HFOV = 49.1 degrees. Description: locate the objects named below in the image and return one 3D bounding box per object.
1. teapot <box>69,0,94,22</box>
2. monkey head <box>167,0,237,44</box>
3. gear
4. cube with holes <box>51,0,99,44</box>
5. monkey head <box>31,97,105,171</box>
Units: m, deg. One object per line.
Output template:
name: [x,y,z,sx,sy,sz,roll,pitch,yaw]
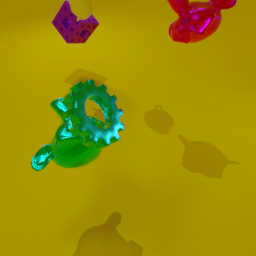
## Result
teapot: [-1.387,-3.634,8.212,0.667,1.363,0.848,12,63,5]
monkey head: [1.571,-2.786,6.866,1.919,1.380,1.156,-19,20,41]
gear: [-0.554,-0.242,4.798,0.218,1.177,1.177,-23,28,39]
cube with holes: [-1.912,-3.828,10.227,1.017,1.017,1.017,53,34,6]
monkey head: [-1.082,0.121,5.427,1.771,1.067,1.274,-21,62,-40]
